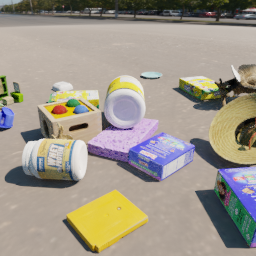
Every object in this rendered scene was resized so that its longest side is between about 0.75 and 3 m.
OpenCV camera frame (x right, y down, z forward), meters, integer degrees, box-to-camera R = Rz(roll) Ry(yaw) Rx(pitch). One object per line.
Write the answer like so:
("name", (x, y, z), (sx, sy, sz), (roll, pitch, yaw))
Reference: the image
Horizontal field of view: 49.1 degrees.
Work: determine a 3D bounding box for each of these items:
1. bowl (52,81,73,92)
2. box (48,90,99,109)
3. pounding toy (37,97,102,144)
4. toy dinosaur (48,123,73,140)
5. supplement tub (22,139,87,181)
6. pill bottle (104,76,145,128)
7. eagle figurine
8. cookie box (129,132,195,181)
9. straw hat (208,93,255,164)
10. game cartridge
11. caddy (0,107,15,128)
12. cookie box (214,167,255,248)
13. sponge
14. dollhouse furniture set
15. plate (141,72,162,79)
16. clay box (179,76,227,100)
("bowl", (-3.369, -2.127, 14.335), (0.884, 0.331, 0.886), (22, 35, 39))
("box", (-2.349, -1.217, 12.227), (2.128, 0.515, 1.249), (-1, 26, -8))
("pounding toy", (-1.985, 0.014, 8.806), (2.316, 1.206, 2.637), (-15, 29, -28))
("toy dinosaur", (-1.907, 0.439, 8.279), (0.657, 1.298, 0.378), (-21, 44, 2))
("supplement tub", (-1.871, 0.815, 7.309), (1.447, 1.047, 1.047), (2, 26, 5))
("pill bottle", (-0.105, -1.077, 10.042), (1.377, 1.377, 2.458), (0, 25, 0))
("eagle figurine", (5.125, -1.798, 12.128), (2.524, 1.915, 1.905), (-5, 10, -2))
("cookie box", (0.954, 0.761, 7.993), (1.471, 0.553, 1.259), (-22, 33, -38))
("straw hat", (3.860, 0.264, 8.198), (2.693, 1.140, 2.693), (-23, 42, 23))
("game cartridge", (-0.449, 1.935, 5.978), (1.340, 0.217, 1.181), (-21, 33, -33))
("caddy", (-4.701, -0.363, 10.290), (0.871, 0.647, 1.232), (10, 15, -37))
("cookie box", (2.959, 1.604, 6.087), (1.518, 0.667, 1.775), (-3, 26, -6))
("sponge", (-0.072, 0.238, 9.296), (1.415, 0.378, 2.536), (11, 28, 23))
("dollhouse furniture set", (-5.827, -1.459, 12.071), (1.374, 1.052, 2.097), (16, 30, 30))
("plate", (1.404, -3.107, 16.583), (1.236, 0.158, 1.236), (0, 26, 0))
("clay box", (3.672, -1.943, 13.629), (1.401, 0.580, 2.439), (-8, 27, -17))
